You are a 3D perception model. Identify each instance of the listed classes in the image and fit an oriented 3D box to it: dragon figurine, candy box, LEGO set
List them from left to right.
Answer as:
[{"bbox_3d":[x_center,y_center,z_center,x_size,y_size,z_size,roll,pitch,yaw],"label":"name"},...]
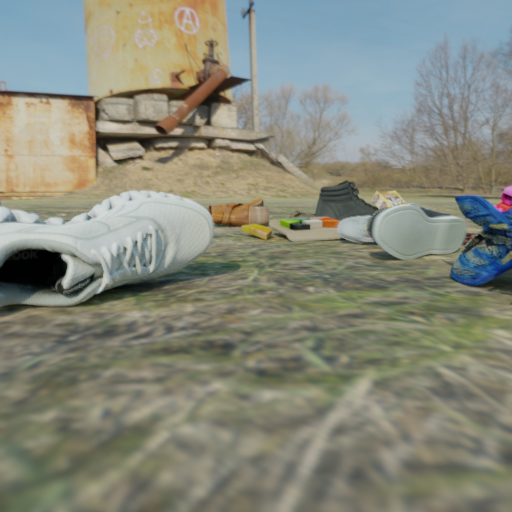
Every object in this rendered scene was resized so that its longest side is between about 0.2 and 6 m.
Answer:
[{"bbox_3d":[4.008,-1.298,15.989,0.793,0.380,1.374,-4,47,-34],"label":"candy box"},{"bbox_3d":[3.248,-0.213,7.355,1.965,1.163,3.952,-1,9,-12],"label":"dragon figurine"},{"bbox_3d":[4.962,-0.608,8.638,2.616,1.073,0.998,16,15,-32],"label":"LEGO set"}]

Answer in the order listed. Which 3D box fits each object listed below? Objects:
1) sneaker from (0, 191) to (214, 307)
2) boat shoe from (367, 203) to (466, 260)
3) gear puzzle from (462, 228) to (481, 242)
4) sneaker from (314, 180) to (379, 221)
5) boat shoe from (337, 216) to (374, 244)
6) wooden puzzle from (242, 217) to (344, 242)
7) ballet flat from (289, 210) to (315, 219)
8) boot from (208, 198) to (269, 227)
[{"bbox_3d":[-1.815,0.003,6.406,3.303,1.241,1.339,-12,23,-34],"label":"sneaker"},{"bbox_3d":[2.747,-0.458,10.064,2.593,0.980,0.782,8,11,-41],"label":"boat shoe"},{"bbox_3d":[3.798,-0.517,12.903,1.569,0.397,3.029,1,6,-21],"label":"gear puzzle"},{"bbox_3d":[3.076,-1.483,16.262,2.844,1.410,1.005,0,6,-7],"label":"sneaker"},{"bbox_3d":[2.538,-0.565,11.892,1.649,0.608,0.529,10,-12,19],"label":"boat shoe"},{"bbox_3d":[1.320,-0.720,13.621,2.990,0.350,2.017,-5,15,-19],"label":"wooden puzzle"},{"bbox_3d":[1.905,-1.333,18.705,2.053,0.476,0.692,-6,9,-37],"label":"ballet flat"},{"bbox_3d":[-0.622,-1.322,17.629,1.783,0.881,2.297,0,18,-6],"label":"boot"}]
